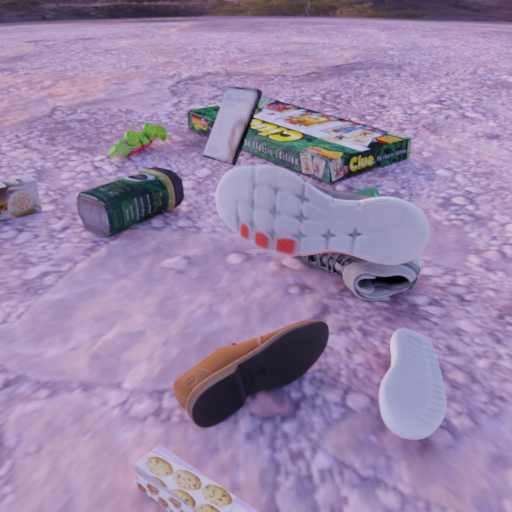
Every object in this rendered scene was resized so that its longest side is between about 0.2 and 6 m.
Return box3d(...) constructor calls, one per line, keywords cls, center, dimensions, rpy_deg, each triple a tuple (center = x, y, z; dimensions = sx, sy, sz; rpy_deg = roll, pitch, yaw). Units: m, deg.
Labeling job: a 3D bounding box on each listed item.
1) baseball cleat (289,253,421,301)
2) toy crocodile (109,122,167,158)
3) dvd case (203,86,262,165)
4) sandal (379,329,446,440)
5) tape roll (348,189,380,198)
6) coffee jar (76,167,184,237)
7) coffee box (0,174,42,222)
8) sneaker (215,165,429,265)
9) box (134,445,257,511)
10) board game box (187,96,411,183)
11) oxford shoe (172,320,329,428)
box3d(cls="baseball cleat", center=(1.363, 0.006, 9.075), dimensions=(2.526, 0.881, 1.344), rpy_deg=(10, 30, 19))
box3d(cls="toy crocodile", center=(-3.153, -3.047, 14.972), dimensions=(0.670, 0.613, 1.986), rpy_deg=(-30, 9, 39))
box3d(cls="dvd case", center=(-0.577, -3.073, 13.140), dimensions=(0.157, 1.792, 1.278), rpy_deg=(18, 5, -40))
box3d(cls="sandal", center=(1.847, 1.576, 6.697), dimensions=(0.767, 0.463, 1.884), rpy_deg=(23, 32, 9))
box3d(cls="tape roll", center=(1.965, -1.086, 11.161), dimensions=(1.006, 0.242, 1.006), rpy_deg=(-14, -4, -1))
box3d(cls="coffee jar", center=(-2.435, -1.124, 11.124), dimensions=(1.054, 0.863, 2.022), rpy_deg=(18, 34, 37))
box3d(cls="coffee box", center=(-5.082, -1.126, 11.275), dimensions=(1.280, 0.732, 0.510), rpy_deg=(-19, 34, -31))
box3d(cls="sneaker", center=(0.957, -0.536, 8.634), dimensions=(3.212, 1.238, 1.315), rpy_deg=(16, 6, 11))
box3d(cls="box", center=(-0.393, 2.409, 5.240), dimensions=(1.842, 0.356, 0.382), rpy_deg=(21, 35, 33))
box3d(cls="board game box", center=(0.968, -3.421, 15.562), dimensions=(3.086, 0.691, 5.891), rpy_deg=(-24, 37, -33))
box3d(cls="oxford shoe", center=(-0.033, 1.257, 6.966), dimensions=(2.199, 0.784, 0.784), rpy_deg=(-20, 28, -30))
